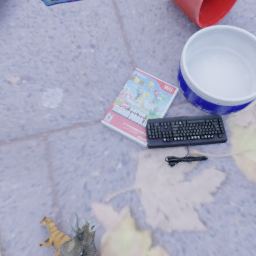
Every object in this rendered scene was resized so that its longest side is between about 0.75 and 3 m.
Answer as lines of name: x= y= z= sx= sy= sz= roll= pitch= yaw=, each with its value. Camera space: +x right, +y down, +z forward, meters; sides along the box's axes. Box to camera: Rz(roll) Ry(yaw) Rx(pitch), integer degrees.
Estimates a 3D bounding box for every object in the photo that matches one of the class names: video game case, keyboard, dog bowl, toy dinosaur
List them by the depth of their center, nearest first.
toy dinosaur: x=-1.237 y=3.555 z=6.219 sx=1.490 sy=1.121 sz=2.913 roll=25 pitch=69 yaw=3
toy dinosaur: x=-1.475 y=3.041 z=6.888 sx=2.210 sy=0.668 sz=1.174 roll=33 pitch=71 yaw=12
keyboard: x=1.710 y=0.345 z=8.065 sx=2.359 sy=0.243 sz=1.499 roll=-5 pitch=72 yaw=-6
dog bowl: x=2.859 y=-1.754 z=8.535 sx=2.615 sy=1.030 sz=2.615 roll=0 pitch=69 yaw=0
video game case: x=0.392 y=-0.677 z=8.573 sx=1.545 sy=0.189 sz=2.162 roll=28 pitch=71 yaw=10

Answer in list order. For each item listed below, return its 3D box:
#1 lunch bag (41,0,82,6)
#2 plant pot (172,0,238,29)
lunch bag: x=-1.025 y=-3.502 z=6.229 sx=2.322 sy=1.748 sz=1.092 roll=5 pitch=94 yaw=5
plant pot: x=2.356 y=-4.801 z=9.199 sx=2.329 sy=2.329 sz=2.061 roll=-39 pitch=65 yaw=-14
